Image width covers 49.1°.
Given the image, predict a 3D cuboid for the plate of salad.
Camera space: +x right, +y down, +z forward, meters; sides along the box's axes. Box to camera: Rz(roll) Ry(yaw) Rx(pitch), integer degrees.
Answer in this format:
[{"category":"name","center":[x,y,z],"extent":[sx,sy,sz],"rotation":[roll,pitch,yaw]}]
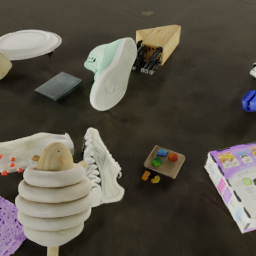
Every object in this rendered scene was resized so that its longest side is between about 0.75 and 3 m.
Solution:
[{"category":"plate of salad","center":[-4.143,-3.230,11.232],"extent":[2.958,0.711,2.958],"rotation":[-1,38,1]}]

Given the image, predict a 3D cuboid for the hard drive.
[{"category":"hard drive","center":[-2.426,-1.427,9.810],"extent":[0.964,0.227,1.382],"rotation":[25,50,23]}]

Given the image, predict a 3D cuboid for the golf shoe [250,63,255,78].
[{"category":"golf shoe","center":[4.870,-1.859,10.076],"extent":[0.888,0.715,1.826],"rotation":[1,36,25]}]

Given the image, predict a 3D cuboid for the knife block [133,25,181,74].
[{"category":"knife block","center":[1.260,-3.057,11.027],"extent":[2.601,0.832,2.284],"rotation":[-13,47,-13]}]

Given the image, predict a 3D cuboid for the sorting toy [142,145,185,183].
[{"category":"sorting toy","center":[0.903,0.987,7.427],"extent":[0.892,0.160,1.198],"rotation":[22,49,20]}]

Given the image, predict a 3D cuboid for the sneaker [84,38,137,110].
[{"category":"sneaker","center":[-0.917,-1.810,9.812],"extent":[1.761,1.099,2.986],"rotation":[0,55,37]}]

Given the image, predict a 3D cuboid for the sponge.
[{"category":"sponge","center":[-3.300,2.595,5.642],"extent":[1.467,0.392,2.629],"rotation":[23,49,21]}]

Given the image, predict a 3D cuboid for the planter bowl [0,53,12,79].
[{"category":"planter bowl","center":[-4.982,-2.125,9.839],"extent":[1.416,1.416,0.953],"rotation":[13,69,13]}]

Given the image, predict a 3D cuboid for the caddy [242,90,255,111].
[{"category":"caddy","center":[4.059,-0.856,9.059],"extent":[0.805,0.422,0.569],"rotation":[-43,36,-23]}]

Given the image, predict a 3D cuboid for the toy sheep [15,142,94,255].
[{"category":"toy sheep","center":[-1.453,1.493,5.703],"extent":[1.674,2.428,1.674],"rotation":[-2,3,0]}]

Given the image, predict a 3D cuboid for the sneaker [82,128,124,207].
[{"category":"sneaker","center":[-0.686,0.936,7.126],"extent":[0.917,0.850,2.262],"rotation":[0,47,-16]}]

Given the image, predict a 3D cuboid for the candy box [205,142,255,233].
[{"category":"candy box","center":[3.026,1.316,6.716],"extent":[1.610,0.686,1.919],"rotation":[-10,45,-10]}]

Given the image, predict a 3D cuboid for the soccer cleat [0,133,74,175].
[{"category":"soccer cleat","center":[-2.701,0.614,7.393],"extent":[2.495,0.864,0.968],"rotation":[-4,40,-14]}]
